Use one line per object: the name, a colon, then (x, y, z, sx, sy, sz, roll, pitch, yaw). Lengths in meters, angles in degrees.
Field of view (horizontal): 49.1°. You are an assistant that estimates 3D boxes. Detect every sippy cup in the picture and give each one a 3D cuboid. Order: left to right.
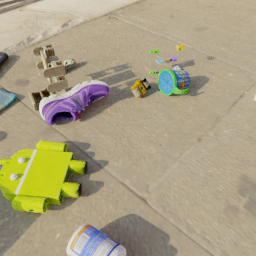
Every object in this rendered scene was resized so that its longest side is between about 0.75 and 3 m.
sippy cup: (2.017, -2.007, 11.924, 1.061, 1.136, 1.447, -15, 85, -29)

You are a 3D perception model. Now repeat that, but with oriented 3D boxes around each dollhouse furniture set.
dollhouse furniture set: (-3.297, -1.925, 11.023, 1.404, 2.114, 1.853, -19, 48, -18)

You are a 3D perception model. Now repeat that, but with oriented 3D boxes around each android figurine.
android figurine: (-2.765, 1.446, 8.770, 2.817, 0.579, 2.564, 7, 46, 4)

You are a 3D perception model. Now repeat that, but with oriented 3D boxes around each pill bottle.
pill bottle: (-0.614, 3.131, 6.839, 1.619, 0.907, 0.907, 26, 50, 22)

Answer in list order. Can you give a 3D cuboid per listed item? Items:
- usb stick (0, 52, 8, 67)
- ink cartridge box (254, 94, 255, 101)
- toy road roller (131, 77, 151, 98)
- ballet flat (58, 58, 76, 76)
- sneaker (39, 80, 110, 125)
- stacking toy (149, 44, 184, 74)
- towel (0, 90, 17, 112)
usb stick: (-6.489, -2.749, 13.033, 0.735, 0.432, 2.652, 8, 45, 9)
ink cartridge box: (5.930, -1.533, 11.749, 0.901, 0.528, 1.247, 23, 48, 22)
toy road roller: (0.486, -1.741, 11.897, 0.886, 0.544, 0.647, -43, 28, -12)
ballet flat: (-3.038, -2.878, 13.149, 0.479, 0.452, 1.420, 32, 53, 28)
sneaker: (-1.945, -0.881, 10.960, 2.858, 1.152, 1.192, -25, 65, -12)
stacking toy: (1.747, -3.143, 12.868, 1.634, 1.232, 0.384, -9, 46, -8)
towel: (-5.737, -0.912, 11.354, 1.505, 0.223, 2.052, 21, 49, 21)
